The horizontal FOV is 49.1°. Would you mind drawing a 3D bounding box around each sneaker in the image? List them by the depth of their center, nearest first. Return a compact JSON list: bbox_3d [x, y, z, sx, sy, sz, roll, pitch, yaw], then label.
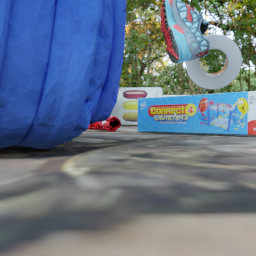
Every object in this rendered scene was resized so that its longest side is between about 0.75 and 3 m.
[{"bbox_3d":[-0.788,-0.179,6.198,1.389,0.544,0.803,-3,2,-32],"label":"sneaker"},{"bbox_3d":[1.847,-3.270,9.058,1.406,2.943,1.167,-5,-27,-3],"label":"sneaker"}]

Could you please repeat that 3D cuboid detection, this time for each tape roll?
[{"bbox_3d":[3.342,-2.605,11.010,2.069,2.069,0.683,0,23,15],"label":"tape roll"}]

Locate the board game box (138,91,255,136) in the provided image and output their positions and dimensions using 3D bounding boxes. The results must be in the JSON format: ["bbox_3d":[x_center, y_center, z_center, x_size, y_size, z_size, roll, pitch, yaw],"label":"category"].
[{"bbox_3d":[1.892,-0.262,5.752,2.436,0.695,2.488,1,2,39],"label":"board game box"}]

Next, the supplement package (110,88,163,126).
[{"bbox_3d":[0.079,-0.860,11.601,2.697,1.534,1.477,0,1,9],"label":"supplement package"}]

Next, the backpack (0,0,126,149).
[{"bbox_3d":[-1.220,-1.026,2.840,2.517,2.437,2.999,2,0,-29],"label":"backpack"}]

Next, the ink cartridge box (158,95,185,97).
[{"bbox_3d":[1.884,-0.516,9.137,1.735,1.006,2.351,0,4,11],"label":"ink cartridge box"}]
